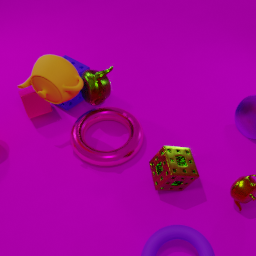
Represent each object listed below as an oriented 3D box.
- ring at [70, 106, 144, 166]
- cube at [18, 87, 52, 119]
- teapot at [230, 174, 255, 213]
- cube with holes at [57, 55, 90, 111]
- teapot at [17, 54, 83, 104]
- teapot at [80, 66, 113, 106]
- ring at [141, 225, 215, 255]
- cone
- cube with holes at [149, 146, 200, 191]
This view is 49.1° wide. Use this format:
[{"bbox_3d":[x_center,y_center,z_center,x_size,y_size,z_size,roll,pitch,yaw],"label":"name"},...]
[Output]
[{"bbox_3d":[-0.600,0.178,8.030,2.099,0.420,2.099,0,49,0],"label":"ring"},{"bbox_3d":[-2.827,-0.819,8.536,0.731,0.731,0.731,-21,27,-18],"label":"cube"},{"bbox_3d":[2.744,1.500,6.537,0.684,1.100,0.538,-5,37,-34],"label":"teapot"},{"bbox_3d":[-1.962,-1.455,8.914,1.090,1.090,1.090,30,50,24],"label":"cube with holes"},{"bbox_3d":[-1.855,-1.101,6.778,1.977,1.229,0.968,9,51,31],"label":"teapot"},{"bbox_3d":[-0.867,-1.215,7.994,0.818,1.670,1.039,-20,74,-29],"label":"teapot"},{"bbox_3d":[0.976,2.644,5.585,1.502,0.300,1.502,-12,40,11],"label":"ring"},{"bbox_3d":[4.107,-0.327,8.357,1.274,1.270,1.270,-1,43,-37],"label":"cone"},{"bbox_3d":[1.105,1.006,6.874,0.790,0.790,0.790,7,51,-24],"label":"cube with holes"}]
